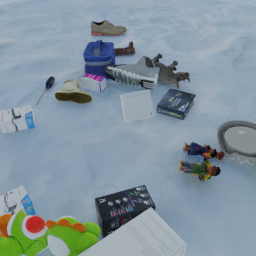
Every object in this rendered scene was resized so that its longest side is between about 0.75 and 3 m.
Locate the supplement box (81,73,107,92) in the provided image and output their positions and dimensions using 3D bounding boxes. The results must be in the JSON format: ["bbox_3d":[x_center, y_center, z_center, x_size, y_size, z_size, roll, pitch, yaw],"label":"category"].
[{"bbox_3d":[-1.731,-2.292,14.177,1.140,0.589,0.577,15,42,20],"label":"supplement box"}]

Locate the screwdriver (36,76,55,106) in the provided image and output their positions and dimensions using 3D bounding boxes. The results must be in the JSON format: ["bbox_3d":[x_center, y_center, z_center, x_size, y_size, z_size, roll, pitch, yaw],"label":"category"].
[{"bbox_3d":[-4.074,-1.789,13.806,0.366,0.382,2.627,2,42,3],"label":"screwdriver"}]

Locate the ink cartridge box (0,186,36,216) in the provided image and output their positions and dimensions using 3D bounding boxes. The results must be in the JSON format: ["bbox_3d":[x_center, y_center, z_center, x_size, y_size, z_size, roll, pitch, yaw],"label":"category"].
[{"bbox_3d":[-3.538,2.418,8.419,1.193,0.512,0.874,-24,45,-29],"label":"ink cartridge box"}]

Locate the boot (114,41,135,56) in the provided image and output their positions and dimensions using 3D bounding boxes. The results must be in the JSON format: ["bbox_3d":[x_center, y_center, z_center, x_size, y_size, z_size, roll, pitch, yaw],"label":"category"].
[{"bbox_3d":[-0.409,-4.992,17.637,1.569,0.504,1.462,-8,38,-3],"label":"boot"}]

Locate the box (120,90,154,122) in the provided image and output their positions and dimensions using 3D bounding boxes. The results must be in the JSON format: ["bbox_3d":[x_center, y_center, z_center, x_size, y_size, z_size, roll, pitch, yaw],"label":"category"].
[{"bbox_3d":[0.335,-0.842,10.766,1.086,1.091,0.935,-11,6,-6],"label":"box"}]

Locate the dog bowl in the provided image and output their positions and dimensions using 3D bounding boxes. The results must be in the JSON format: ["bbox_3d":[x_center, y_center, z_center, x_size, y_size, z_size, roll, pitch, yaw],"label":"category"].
[{"bbox_3d":[4.393,0.581,10.594,2.124,0.623,2.124,0,39,0],"label":"dog bowl"}]

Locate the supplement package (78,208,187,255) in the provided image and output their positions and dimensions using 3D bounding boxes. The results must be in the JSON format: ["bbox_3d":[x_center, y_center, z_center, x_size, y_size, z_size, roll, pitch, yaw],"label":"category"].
[{"bbox_3d":[0.078,3.274,6.688,2.282,1.338,1.334,-25,45,-27],"label":"supplement package"}]

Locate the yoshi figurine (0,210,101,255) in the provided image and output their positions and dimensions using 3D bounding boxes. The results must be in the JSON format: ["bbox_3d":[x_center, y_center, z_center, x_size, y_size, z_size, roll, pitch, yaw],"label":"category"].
[{"bbox_3d":[-2.061,3.027,7.209,2.942,1.648,1.654,-4,69,14],"label":"yoshi figurine"}]

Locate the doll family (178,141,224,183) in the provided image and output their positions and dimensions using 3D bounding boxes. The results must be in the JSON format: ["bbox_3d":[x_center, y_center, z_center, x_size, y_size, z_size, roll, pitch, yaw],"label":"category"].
[{"bbox_3d":[2.598,1.098,9.726,1.441,0.978,2.493,7,36,16],"label":"doll family"}]

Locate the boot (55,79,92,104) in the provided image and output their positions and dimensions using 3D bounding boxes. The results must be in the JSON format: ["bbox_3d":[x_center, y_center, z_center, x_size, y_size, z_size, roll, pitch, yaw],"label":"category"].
[{"bbox_3d":[-2.457,-1.819,13.553,1.798,0.648,1.391,5,39,9],"label":"boot"}]

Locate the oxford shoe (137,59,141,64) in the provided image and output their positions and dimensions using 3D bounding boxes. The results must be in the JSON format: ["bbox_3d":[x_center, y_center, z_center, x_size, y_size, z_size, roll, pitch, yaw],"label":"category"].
[{"bbox_3d":[0.473,-3.358,15.483,0.642,0.628,1.761,5,39,14],"label":"oxford shoe"}]

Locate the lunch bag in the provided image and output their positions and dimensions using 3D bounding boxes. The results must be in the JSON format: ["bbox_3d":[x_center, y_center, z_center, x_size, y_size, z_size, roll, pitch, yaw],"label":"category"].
[{"bbox_3d":[-1.515,-3.879,15.348,1.596,1.554,2.349,2,40,2],"label":"lunch bag"}]

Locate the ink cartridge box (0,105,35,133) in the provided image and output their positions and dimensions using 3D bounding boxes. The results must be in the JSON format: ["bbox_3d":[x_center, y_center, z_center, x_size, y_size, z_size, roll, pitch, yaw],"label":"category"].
[{"bbox_3d":[-4.675,-0.374,11.816,1.337,0.563,0.966,-13,41,-15],"label":"ink cartridge box"}]

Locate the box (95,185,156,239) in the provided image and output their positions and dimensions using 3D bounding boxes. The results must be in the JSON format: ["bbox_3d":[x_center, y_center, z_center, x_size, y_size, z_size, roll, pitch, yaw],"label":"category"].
[{"bbox_3d":[-0.093,2.408,8.062,1.568,0.958,0.831,-12,39,-15],"label":"box"}]

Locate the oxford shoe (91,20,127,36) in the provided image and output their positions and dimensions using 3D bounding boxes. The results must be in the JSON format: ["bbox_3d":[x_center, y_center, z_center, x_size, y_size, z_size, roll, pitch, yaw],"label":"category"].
[{"bbox_3d":[-1.362,-7.110,19.804,2.591,0.969,0.913,-4,39,-5],"label":"oxford shoe"}]

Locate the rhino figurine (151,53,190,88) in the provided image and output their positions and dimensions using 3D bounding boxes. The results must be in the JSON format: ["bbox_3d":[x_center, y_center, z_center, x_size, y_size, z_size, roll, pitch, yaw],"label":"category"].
[{"bbox_3d":[2.056,-2.917,14.673,1.278,0.874,2.924,-44,55,-16],"label":"rhino figurine"}]

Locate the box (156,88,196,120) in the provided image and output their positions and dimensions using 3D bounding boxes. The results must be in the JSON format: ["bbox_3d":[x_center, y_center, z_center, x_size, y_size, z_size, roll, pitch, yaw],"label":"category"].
[{"bbox_3d":[2.222,-1.137,12.861,1.326,0.429,1.681,18,42,22],"label":"box"}]

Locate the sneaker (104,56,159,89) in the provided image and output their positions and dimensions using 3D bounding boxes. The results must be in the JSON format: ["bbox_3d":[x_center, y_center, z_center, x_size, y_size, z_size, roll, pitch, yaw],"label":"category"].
[{"bbox_3d":[0.283,-3.068,14.404,2.819,1.058,1.628,17,68,7],"label":"sneaker"}]
